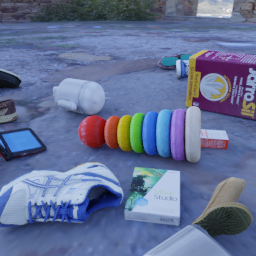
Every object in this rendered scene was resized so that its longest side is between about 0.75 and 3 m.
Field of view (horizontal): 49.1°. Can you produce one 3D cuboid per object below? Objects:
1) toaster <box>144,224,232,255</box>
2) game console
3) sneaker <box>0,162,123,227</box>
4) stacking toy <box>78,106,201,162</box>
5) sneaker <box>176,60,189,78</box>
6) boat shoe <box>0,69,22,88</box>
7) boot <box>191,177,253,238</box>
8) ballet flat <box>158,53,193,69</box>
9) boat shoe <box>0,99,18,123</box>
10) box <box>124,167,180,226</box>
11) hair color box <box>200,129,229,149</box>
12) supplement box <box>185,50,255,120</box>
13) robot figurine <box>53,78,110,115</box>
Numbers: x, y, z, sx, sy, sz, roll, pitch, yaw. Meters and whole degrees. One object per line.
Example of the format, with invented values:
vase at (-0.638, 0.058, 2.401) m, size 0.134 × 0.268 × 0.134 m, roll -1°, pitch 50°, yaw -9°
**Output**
toaster at (0.753, 1.794, 3.265) m, size 0.919 × 0.808 × 1.422 m, roll -17°, pitch 31°, yaw -27°
game console at (-2.927, 0.077, 6.897) m, size 0.901 × 1.309 × 1.519 m, roll -40°, pitch 39°, yaw -15°
sneaker at (-1.094, 1.161, 4.605) m, size 2.167 × 0.816 × 0.955 m, roll -15°, pitch 29°, yaw -28°
stacking toy at (0.198, 0.133, 6.575) m, size 2.919 × 1.246 × 1.246 m, roll 0°, pitch 24°, yaw 15°
sneaker at (3.033, -2.830, 13.157) m, size 1.429 × 0.786 × 1.951 m, roll 2°, pitch 20°, yaw 15°
boat shoe at (-5.751, -1.911, 11.196) m, size 2.828 × 1.034 × 0.886 m, roll 8°, pitch 64°, yaw -9°
boot at (1.606, 1.149, 4.435) m, size 1.295 × 0.428 × 1.134 m, roll -31°, pitch -6°, yaw -45°
ballet flat at (2.638, -3.470, 14.743) m, size 2.284 × 0.790 × 0.813 m, roll -6°, pitch 6°, yaw -12°
boat shoe at (-4.417, -0.515, 8.233) m, size 2.136 × 0.769 × 0.770 m, roll -6°, pitch 26°, yaw -12°
box at (0.493, 1.203, 5.168) m, size 0.928 × 0.234 × 1.285 m, roll 4°, pitch 26°, yaw 8°
hair color box at (2.028, 0.270, 7.128) m, size 0.923 × 0.295 × 0.512 m, roll 5°, pitch 26°, yaw 7°
supplement box at (3.383, -1.417, 9.024) m, size 2.694 × 1.763 × 1.390 m, roll 14°, pitch 30°, yaw 29°
robot figurine at (-1.511, -1.010, 8.967) m, size 1.856 × 1.048 × 1.574 m, roll 13°, pitch 38°, yaw 27°
